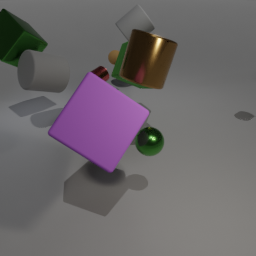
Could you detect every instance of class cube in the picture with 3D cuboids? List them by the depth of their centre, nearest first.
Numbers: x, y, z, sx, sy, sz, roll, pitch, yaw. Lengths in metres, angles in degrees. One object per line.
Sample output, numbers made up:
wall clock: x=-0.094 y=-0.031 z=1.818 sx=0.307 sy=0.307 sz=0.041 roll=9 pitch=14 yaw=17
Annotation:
cube: x=-0.628 y=-0.089 z=5.849 sx=1.400 sy=1.400 sz=1.400 roll=33 pitch=-6 yaw=-7
cube: x=-4.212 y=-3.253 z=10.508 sx=1.400 sy=1.400 sz=1.400 roll=46 pitch=11 yaw=16
cube: x=0.394 y=-2.389 z=10.671 sx=1.400 sy=1.400 sz=1.400 roll=19 pitch=1 yaw=-22

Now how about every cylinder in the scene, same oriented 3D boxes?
cylinder: x=0.589 y=-2.022 z=8.287 sx=1.400 sy=1.400 sz=1.400 roll=16 pitch=16 yaw=-5
cylinder: x=-3.090 y=-2.039 z=10.263 sx=1.400 sy=1.400 sz=1.400 roll=-1 pitch=22 yaw=-45
cylinder: x=-1.271 y=-2.180 z=11.917 sx=0.700 sy=0.700 sz=0.700 roll=25 pitch=53 yaw=38
cylinder: x=0.348 y=-4.951 z=13.591 sx=1.400 sy=1.400 sz=1.400 roll=-37 pitch=27 yaw=11

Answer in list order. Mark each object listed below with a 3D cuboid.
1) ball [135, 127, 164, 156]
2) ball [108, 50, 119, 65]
ball: x=0.512 y=0.321 z=6.651 sx=0.700 sy=0.700 sz=0.700 roll=0 pitch=28 yaw=0
ball: x=-0.612 y=-3.411 z=13.564 sx=0.700 sy=0.700 sz=0.700 roll=0 pitch=28 yaw=0
